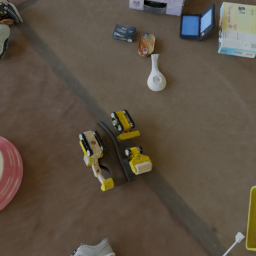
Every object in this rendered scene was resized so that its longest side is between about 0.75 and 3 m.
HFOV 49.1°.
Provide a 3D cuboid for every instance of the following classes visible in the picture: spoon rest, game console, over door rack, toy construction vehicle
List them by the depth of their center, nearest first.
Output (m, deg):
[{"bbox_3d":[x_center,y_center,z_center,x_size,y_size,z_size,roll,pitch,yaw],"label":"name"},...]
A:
[{"bbox_3d":[2.873,3.778,7.077,1.853,0.617,1.369,-41,73,-17],"label":"over door rack"},{"bbox_3d":[-0.419,0.619,8.312,1.880,0.760,2.159,-15,63,-32],"label":"toy construction vehicle"},{"bbox_3d":[0.994,-1.907,9.818,0.645,0.394,1.298,-2,79,0],"label":"spoon rest"},{"bbox_3d":[2.599,-4.014,10.523,0.777,1.121,1.313,18,64,-21],"label":"game console"}]

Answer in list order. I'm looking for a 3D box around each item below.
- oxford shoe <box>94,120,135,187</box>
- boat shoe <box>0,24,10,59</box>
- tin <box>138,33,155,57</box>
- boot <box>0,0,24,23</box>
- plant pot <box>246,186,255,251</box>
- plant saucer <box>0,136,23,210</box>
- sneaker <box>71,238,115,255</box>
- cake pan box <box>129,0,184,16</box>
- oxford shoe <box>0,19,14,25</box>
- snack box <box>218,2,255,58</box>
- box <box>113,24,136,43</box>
[{"bbox_3d":[-0.637,0.740,8.355,0.904,0.778,2.142,-23,68,-9],"label":"oxford shoe"},{"bbox_3d":[-4.690,-3.161,10.291,0.535,0.426,1.414,13,65,-8],"label":"boat shoe"},{"bbox_3d":[0.689,-3.079,10.391,0.574,0.215,1.025,7,66,8],"label":"tin"},{"bbox_3d":[-4.930,-4.292,10.682,1.320,0.641,1.753,-39,68,-17],"label":"boot"},{"bbox_3d":[4.281,2.433,7.164,1.542,1.748,1.748,18,67,-3],"label":"plant pot"},{"bbox_3d":[-4.483,1.318,8.153,2.635,0.668,2.635,0,66,1],"label":"plant saucer"},{"bbox_3d":[-1.237,3.428,7.299,1.798,0.672,0.737,-11,55,-15],"label":"sneaker"},{"bbox_3d":[1.287,-5.650,11.332,2.139,0.607,2.322,9,66,6],"label":"cake pan box"},{"bbox_3d":[-4.784,-3.952,10.775,0.813,0.290,0.297,-15,87,-2],"label":"oxford shoe"},{"bbox_3d":[4.149,-3.735,10.554,1.311,0.419,2.257,9,66,4],"label":"snack box"},{"bbox_3d":[-0.129,-3.602,10.617,0.788,0.201,0.621,15,65,6],"label":"box"}]
